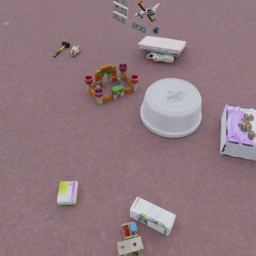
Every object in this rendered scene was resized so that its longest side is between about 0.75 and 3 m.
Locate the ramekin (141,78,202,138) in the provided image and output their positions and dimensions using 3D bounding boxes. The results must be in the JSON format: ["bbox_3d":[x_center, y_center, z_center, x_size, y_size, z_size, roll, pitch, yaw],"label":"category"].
[{"bbox_3d":[1.731,-0.916,11.049,2.506,1.167,2.506,0,47,0],"label":"ramekin"}]

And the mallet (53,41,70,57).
[{"bbox_3d":[-3.540,-4.083,14.532,0.413,0.258,1.255,25,57,20],"label":"mallet"}]

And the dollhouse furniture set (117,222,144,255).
[{"bbox_3d":[-0.025,3.084,7.821,0.672,0.676,0.959,-11,50,-9],"label":"dollhouse furniture set"}]

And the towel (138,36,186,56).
[{"bbox_3d":[1.759,-4.192,14.191,2.152,0.347,2.055,14,32,12],"label":"towel"}]

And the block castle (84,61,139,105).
[{"bbox_3d":[-0.712,-2.037,12.172,2.119,0.994,1.416,-24,52,-20],"label":"block castle"}]

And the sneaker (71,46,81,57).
[{"bbox_3d":[-2.649,-3.952,14.330,0.383,0.319,0.851,-1,49,7],"label":"sneaker"}]

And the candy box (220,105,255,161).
[{"bbox_3d":[4.651,0.213,10.278,2.277,0.814,1.910,10,49,9],"label":"candy box"}]

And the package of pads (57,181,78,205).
[{"bbox_3d":[-1.941,2.085,8.990,0.588,0.260,0.762,-1,48,-1],"label":"package of pads"}]

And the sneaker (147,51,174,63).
[{"bbox_3d":[1.562,-3.423,13.773,1.415,0.498,0.661,28,57,27],"label":"sneaker"}]

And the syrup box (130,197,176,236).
[{"bbox_3d":[0.721,2.622,8.345,1.282,0.505,0.522,21,52,18],"label":"syrup box"}]

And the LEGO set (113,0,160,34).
[{"bbox_3d":[0.397,-4.633,11.361,2.118,1.582,0.520,27,75,5],"label":"LEGO set"}]
